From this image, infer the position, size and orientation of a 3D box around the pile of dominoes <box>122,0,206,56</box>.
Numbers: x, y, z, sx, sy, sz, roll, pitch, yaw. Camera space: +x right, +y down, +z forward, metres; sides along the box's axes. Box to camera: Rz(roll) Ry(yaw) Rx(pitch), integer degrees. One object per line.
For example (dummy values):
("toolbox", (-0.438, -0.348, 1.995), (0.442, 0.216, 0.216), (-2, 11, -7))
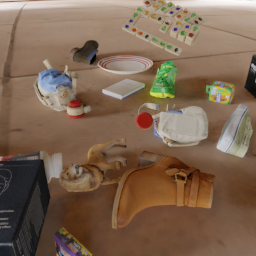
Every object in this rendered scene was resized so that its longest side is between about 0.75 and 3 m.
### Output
("pile of dominoes", (1.219, -3.485, 9.079), (2.288, 0.364, 1.784), (29, 74, 11))

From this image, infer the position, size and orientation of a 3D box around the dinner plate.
("dinner plate", (-0.129, -3.146, 14.062), (2.756, 0.334, 2.756), (1, 31, 0))

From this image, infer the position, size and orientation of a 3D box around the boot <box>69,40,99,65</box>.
("boot", (-2.008, -4.045, 15.288), (1.202, 0.927, 2.480), (27, 41, 14))

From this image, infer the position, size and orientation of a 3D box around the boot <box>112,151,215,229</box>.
("boot", (0.819, 1.379, 5.883), (1.827, 0.870, 2.362), (17, 38, 18))

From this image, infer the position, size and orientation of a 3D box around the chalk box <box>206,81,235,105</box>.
("chalk box", (3.491, -1.391, 10.777), (1.023, 0.639, 0.634), (16, 33, 27))

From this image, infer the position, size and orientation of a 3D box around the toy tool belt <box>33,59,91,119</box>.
("toy tool belt", (-2.400, -1.477, 10.001), (1.572, 1.547, 2.518), (-21, 37, -32))

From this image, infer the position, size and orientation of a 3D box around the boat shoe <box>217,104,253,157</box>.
("boat shoe", (3.261, 0.080, 8.281), (0.738, 0.857, 2.379), (33, 44, 10))

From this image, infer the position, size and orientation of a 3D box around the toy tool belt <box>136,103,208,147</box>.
("toy tool belt", (1.262, -0.103, 8.288), (2.060, 1.287, 1.266), (5, -1, 2))

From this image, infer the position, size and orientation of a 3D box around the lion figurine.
("lion figurine", (-0.763, 0.877, 6.963), (1.340, 0.793, 2.189), (-4, 16, 9))

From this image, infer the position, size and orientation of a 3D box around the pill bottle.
("pill bottle", (-2.258, 0.970, 6.583), (1.434, 0.794, 0.794), (-7, 31, -12))

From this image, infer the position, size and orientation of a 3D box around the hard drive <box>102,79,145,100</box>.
("hard drive", (-0.159, -1.633, 11.608), (1.021, 0.196, 1.548), (22, 37, 32))

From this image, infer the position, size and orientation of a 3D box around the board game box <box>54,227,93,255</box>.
("board game box", (-0.909, 2.159, 4.698), (0.793, 0.656, 0.225), (25, 38, 37))

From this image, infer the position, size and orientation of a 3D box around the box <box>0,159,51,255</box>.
("box", (-2.455, 1.627, 5.131), (1.552, 1.120, 2.092), (-1, 31, -1))

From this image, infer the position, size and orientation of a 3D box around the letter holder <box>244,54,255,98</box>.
("letter holder", (6.009, -1.584, 10.314), (2.065, 1.461, 2.906), (0, 30, -3))

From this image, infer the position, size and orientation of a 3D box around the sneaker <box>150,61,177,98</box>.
("sneaker", (1.460, -2.001, 11.318), (0.996, 1.124, 2.690), (6, 31, 8))
